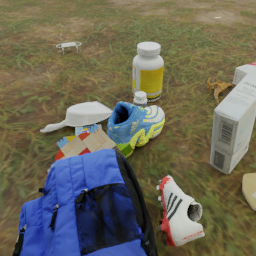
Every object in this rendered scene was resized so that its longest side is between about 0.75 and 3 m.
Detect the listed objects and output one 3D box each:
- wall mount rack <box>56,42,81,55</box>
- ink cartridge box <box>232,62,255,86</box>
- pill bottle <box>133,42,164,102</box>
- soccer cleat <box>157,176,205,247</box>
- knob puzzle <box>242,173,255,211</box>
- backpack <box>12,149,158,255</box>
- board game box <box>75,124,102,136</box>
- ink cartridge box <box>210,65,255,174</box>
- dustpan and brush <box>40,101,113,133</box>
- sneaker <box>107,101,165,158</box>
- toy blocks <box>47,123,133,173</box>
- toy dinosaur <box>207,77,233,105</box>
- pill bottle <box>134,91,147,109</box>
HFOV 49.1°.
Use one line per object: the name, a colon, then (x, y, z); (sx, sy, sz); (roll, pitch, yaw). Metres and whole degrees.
wall mount rack: (-3.253, -4.440, 15.358); (1.336, 0.498, 1.161); (-11, 42, -15)
ink cartridge box: (5.640, -1.982, 11.728); (1.426, 0.827, 1.932); (-19, 39, -24)
pill bottle: (0.771, -2.168, 10.886); (1.184, 2.113, 1.184); (0, 37, 0)
soccer cleat: (1.178, 1.763, 6.355); (0.933, 0.752, 2.191); (-16, 18, 12)
knob puzzle: (3.662, 1.731, 7.225); (1.729, 0.240, 1.729); (0, 37, 0)
backpack: (-0.756, 1.838, 5.330); (2.432, 2.355, 2.899); (-8, 38, -6)
board game box: (-1.260, 0.339, 9.071); (0.869, 0.270, 1.151); (-5, 37, -6)
ink cartridge box: (3.398, -0.435, 7.733); (2.950, 2.361, 0.697); (-42, 53, -21)
dustpan and brush: (-1.878, -0.326, 9.735); (2.352, 0.673, 1.642); (-10, 23, -27)
sneaker: (0.335, -0.292, 8.842); (1.117, 1.550, 2.950); (20, 41, 25)
toy blocks: (-1.291, 0.764, 7.609); (2.392, 1.195, 1.635); (-40, 46, -7)
toy dinosaur: (3.704, -1.609, 11.436); (1.040, 0.591, 1.957); (26, 44, 29)
pill bottle: (0.448, -0.859, 10.177); (0.493, 0.866, 0.493); (0, 37, 0)
